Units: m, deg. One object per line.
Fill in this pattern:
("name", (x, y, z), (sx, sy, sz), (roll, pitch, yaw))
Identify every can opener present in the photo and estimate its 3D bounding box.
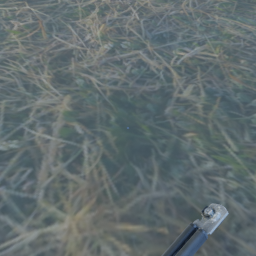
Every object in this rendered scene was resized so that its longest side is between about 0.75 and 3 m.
("can opener", (1.279, 2.019, 5.107), (1.547, 0.517, 0.413), (-41, 30, -18))
